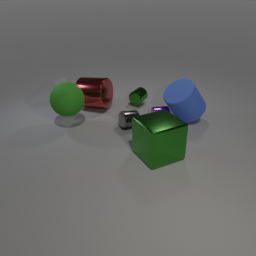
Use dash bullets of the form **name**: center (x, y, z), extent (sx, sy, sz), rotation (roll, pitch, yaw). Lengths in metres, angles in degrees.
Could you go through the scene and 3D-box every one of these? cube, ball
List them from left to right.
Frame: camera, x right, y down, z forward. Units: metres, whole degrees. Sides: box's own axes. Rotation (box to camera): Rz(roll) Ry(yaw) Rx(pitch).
- **ball**: center (-2.484, -1.168, 11.462), extent (1.400, 1.400, 1.400), rotation (0, 28, 0)
- **cube**: center (1.071, 0.350, 9.752), extent (1.400, 1.400, 1.400), rotation (-14, 31, -24)

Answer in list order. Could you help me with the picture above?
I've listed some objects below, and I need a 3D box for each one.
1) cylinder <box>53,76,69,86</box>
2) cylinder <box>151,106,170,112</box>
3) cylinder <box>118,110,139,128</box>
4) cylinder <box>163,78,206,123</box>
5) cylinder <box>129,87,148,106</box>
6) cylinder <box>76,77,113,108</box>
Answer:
- **cylinder**: center (-3.199, -2.080, 13.730), extent (0.700, 0.700, 0.700), rotation (-25, 32, -5)
- **cylinder**: center (1.414, -0.598, 12.257), extent (0.700, 0.700, 0.700), rotation (-5, 29, -8)
- **cylinder**: center (0.049, -0.381, 11.773), extent (0.700, 0.700, 0.700), rotation (-6, 28, -27)
- **cylinder**: center (2.436, -1.162, 12.006), extent (1.400, 1.400, 1.400), rotation (-24, 43, 24)
- **cylinder**: center (0.503, -1.565, 13.783), extent (0.700, 0.700, 0.700), rotation (17, 39, 29)
- **cylinder**: center (-1.592, -1.678, 13.224), extent (1.400, 1.400, 1.400), rotation (5, 28, 20)
